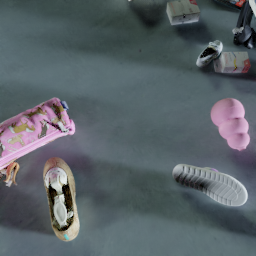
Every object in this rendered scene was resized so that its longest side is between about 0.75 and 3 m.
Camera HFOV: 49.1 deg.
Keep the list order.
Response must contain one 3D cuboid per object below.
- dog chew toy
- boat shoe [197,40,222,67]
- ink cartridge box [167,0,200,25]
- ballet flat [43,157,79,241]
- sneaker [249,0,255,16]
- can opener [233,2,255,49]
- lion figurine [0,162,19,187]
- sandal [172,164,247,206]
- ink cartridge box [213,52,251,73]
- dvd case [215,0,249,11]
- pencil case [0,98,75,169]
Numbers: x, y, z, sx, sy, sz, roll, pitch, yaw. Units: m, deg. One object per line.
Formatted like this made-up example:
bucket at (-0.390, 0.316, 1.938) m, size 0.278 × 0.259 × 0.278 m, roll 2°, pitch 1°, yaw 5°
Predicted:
dog chew toy at (2.978, -0.087, 8.002) m, size 0.933 × 0.933 × 1.498 m, roll -14°, pitch 70°, yaw -7°
boat shoe at (2.857, -2.653, 9.756) m, size 0.476 × 0.414 × 1.292 m, roll 38°, pitch 72°, yaw 26°
ink cartridge box at (2.077, -4.407, 10.612) m, size 1.083 × 0.448 × 0.794 m, roll -10°, pitch 65°, yaw -5°
ballet flat at (-1.791, 1.752, 7.455) m, size 0.835 × 0.773 × 2.368 m, roll -18°, pitch 65°, yaw -9°
sneaker at (5.199, -3.882, 9.739) m, size 0.913 × 1.029 × 2.436 m, roll -27°, pitch 87°, yaw -25°
can opener at (4.285, -3.870, 10.289) m, size 0.672 × 0.833 × 2.119 m, roll -10°, pitch 59°, yaw 46°
lion figurine at (-3.346, 1.138, 7.722) m, size 1.382 × 0.501 × 0.846 m, roll 4°, pitch 56°, yaw 28°
sandal at (2.272, 1.438, 7.729) m, size 2.062 × 0.839 × 0.507 m, roll 23°, pitch 26°, yaw 11°
ink cartridge box at (3.546, -2.259, 9.619) m, size 1.100 × 0.371 × 0.641 m, roll -1°, pitch 64°, yaw -1°
dvd case at (4.221, -5.390, 11.232) m, size 1.816 × 0.200 × 1.326 m, roll 30°, pitch 68°, yaw 12°
pencil case at (-2.958, 0.242, 7.706) m, size 2.952 × 1.277 × 1.222 m, roll -29°, pitch 96°, yaw -24°
